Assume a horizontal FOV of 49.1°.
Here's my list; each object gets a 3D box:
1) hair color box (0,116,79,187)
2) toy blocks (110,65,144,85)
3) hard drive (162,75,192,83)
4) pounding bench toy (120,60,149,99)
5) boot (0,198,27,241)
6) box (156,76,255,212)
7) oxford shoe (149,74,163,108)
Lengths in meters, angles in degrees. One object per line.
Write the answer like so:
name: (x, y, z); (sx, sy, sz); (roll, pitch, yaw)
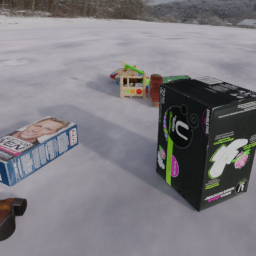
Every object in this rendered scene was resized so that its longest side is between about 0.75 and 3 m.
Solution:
hair color box: (-2.895, 0.559, 8.432); (1.365, 0.826, 2.730); (14, 28, 28)
toy blocks: (-0.225, -2.884, 15.941); (1.944, 0.971, 1.329); (14, 39, 30)
hard drive: (2.575, -2.098, 14.470); (2.031, 0.550, 2.907); (-4, 26, -8)
pounding bench toy: (0.347, -2.427, 13.729); (1.382, 1.772, 1.101); (1, 25, 4)
boot: (-3.083, 1.893, 5.987); (1.410, 0.483, 1.327); (0, 25, 2)
box: (1.871, 0.285, 6.891); (1.618, 2.603, 1.933); (-12, 28, -24)
oxford shoe: (1.384, -1.627, 13.285); (0.783, 0.831, 2.221); (5, 45, 0)
